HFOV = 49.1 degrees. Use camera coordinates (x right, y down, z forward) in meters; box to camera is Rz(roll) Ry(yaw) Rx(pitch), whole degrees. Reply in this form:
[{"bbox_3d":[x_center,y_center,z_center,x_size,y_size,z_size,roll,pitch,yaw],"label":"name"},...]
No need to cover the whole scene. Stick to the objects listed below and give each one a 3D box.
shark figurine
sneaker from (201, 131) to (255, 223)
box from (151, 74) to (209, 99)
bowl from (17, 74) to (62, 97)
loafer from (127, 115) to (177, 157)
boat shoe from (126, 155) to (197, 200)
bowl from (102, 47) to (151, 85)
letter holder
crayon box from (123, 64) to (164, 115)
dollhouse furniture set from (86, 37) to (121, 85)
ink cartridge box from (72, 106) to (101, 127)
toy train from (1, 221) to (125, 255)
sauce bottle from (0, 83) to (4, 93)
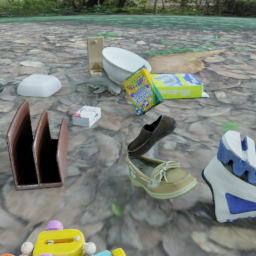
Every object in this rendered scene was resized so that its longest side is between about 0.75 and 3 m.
[{"bbox_3d":[-1.453,-2.260,12.979,2.607,1.088,1.558,9,28,12],"label":"shark figurine"},{"bbox_3d":[2.682,1.427,5.750,2.848,1.645,1.150,35,37,3],"label":"sneaker"},{"bbox_3d":[2.087,-1.900,12.697,2.804,0.668,1.710,-3,28,-4],"label":"box"},{"bbox_3d":[-4.092,-2.014,12.966,1.679,0.627,1.677,8,29,12],"label":"bowl"},{"bbox_3d":[0.470,0.136,6.752,1.442,0.514,0.526,-40,30,17],"label":"loafer"},{"bbox_3d":[0.607,0.974,6.197,0.809,0.698,2.218,-28,12,-21],"label":"boat shoe"},{"bbox_3d":[-0.195,-2.635,12.594,2.293,1.031,2.293,17,32,-11],"label":"bowl"},{"bbox_3d":[-2.288,0.256,7.441,1.149,1.623,2.284,-3,27,-6],"label":"letter holder"},{"bbox_3d":[0.504,-1.440,10.414,1.035,1.646,0.424,-33,-15,30],"label":"crayon box"},{"bbox_3d":[-0.847,-3.495,14.364,2.269,1.944,2.386,-5,28,-10],"label":"dollhouse furniture set"},{"bbox_3d":[-1.479,-0.430,10.115,0.685,0.387,0.933,8,29,18],"label":"ink cartridge box"},{"bbox_3d":[-1.138,2.456,4.264,2.565,0.713,1.927,9,30,23],"label":"toy train"},{"bbox_3d":[-5.859,-1.314,11.463,0.778,0.778,2.403,1,25,2],"label":"sauce bottle"}]
